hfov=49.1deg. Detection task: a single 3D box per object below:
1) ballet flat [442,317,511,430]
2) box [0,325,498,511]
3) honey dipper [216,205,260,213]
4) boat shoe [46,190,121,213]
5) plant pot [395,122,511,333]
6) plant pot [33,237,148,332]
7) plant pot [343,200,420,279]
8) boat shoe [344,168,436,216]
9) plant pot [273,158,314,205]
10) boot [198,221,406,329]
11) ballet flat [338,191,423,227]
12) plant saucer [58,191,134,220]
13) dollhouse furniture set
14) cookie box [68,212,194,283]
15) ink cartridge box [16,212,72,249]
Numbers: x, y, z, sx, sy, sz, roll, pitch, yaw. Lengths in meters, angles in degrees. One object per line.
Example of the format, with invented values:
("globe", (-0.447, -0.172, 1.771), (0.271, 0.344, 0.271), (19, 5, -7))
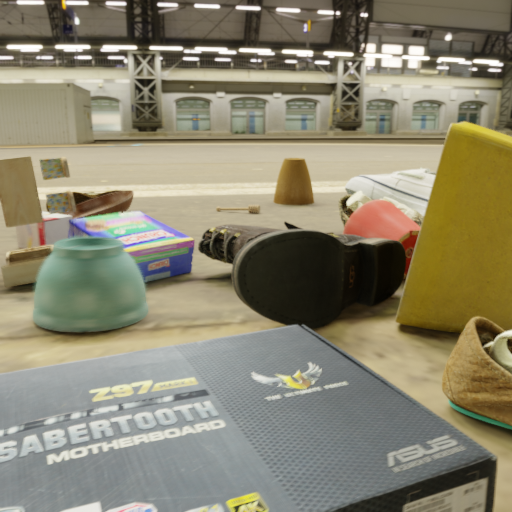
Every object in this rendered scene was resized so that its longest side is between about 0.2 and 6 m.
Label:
("ballet flat", (2.325, 0.926, 3.567), (0.816, 0.870, 2.406), (-7, 16, -37))
("box", (-0.376, 1.144, 3.130), (2.564, 0.654, 2.022), (-5, 14, -23))
("honey dipper", (-0.441, -1.095, 13.196), (1.073, 0.204, 0.204), (0, 13, 16))
("boat shoe", (-3.722, -1.099, 12.460), (1.772, 0.649, 0.574), (-4, -4, -17))
("plant pot", (2.879, -0.230, 6.212), (1.868, 2.117, 2.118), (17, 19, 19))
("plant pot", (-1.865, 0.247, 6.292), (1.261, 0.845, 1.261), (1, 13, 0))
("plant pot", (1.903, -0.189, 7.993), (1.041, 1.041, 0.921), (-7, 26, -26))
("boat shoe", (2.983, -0.988, 10.089), (1.230, 1.117, 3.345), (43, -3, -37))
("plant pot", (0.996, -1.963, 14.645), (1.077, 1.155, 1.077), (1, 15, 0))
("boot", (0.147, 0.051, 7.101), (2.594, 1.031, 2.979), (13, 9, 44))
("ballet flat", (2.069, -0.607, 9.431), (0.892, 0.990, 2.630), (-39, 22, -6))
("plant saucer", (-3.266, -0.886, 11.301), (1.762, 0.303, 1.762), (-16, 19, 6))
("dollhouse furniture set", (-3.198, -0.521, 7.680), (1.416, 1.615, 1.073), (-11, 15, -19))
("cookie box", (-1.824, -0.140, 8.116), (1.253, 0.551, 1.465), (-12, 28, -42))
("ink cartridge box", (-3.613, -0.410, 9.557), (0.800, 0.579, 0.582), (8, 16, 32))
